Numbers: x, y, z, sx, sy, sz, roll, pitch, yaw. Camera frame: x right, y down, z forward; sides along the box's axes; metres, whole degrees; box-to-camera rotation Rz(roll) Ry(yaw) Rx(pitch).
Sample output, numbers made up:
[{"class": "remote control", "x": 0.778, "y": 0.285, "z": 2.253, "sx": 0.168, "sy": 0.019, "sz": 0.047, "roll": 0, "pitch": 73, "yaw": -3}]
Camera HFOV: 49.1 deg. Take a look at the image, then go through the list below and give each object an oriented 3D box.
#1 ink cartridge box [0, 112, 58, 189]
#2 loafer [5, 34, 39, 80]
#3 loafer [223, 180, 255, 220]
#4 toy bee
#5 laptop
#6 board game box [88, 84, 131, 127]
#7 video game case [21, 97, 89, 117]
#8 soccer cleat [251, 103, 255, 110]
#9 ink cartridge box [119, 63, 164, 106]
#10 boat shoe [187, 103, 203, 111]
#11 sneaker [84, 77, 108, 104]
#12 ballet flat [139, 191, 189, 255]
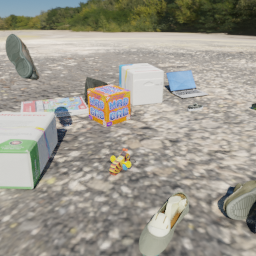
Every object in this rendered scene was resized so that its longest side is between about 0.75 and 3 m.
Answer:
[{"class": "ink cartridge box", "x": -3.469, "y": 0.526, "z": 8.383, "sx": 2.078, "sy": 1.251, "sz": 2.859, "roll": 0, "pitch": 24, "yaw": -1}, {"class": "loafer", "x": -2.972, "y": -1.951, "z": 7.876, "sx": 1.591, "sy": 0.572, "sz": 0.500, "roll": 61, "pitch": 17, "yaw": 22}, {"class": "loafer", "x": 2.754, "y": 1.669, "z": 6.672, "sx": 1.631, "sy": 0.613, "sz": 0.568, "roll": -13, "pitch": 13, "yaw": -36}, {"class": "toy bee", "x": -0.190, "y": 0.922, "z": 8.315, "sx": 0.706, "sy": 0.587, "sz": 1.079, "roll": 4, "pitch": 23, "yaw": 14}, {"class": "laptop", "x": 3.321, "y": -2.468, "z": 15.693, "sx": 1.747, "sy": 1.081, "sz": 1.866, "roll": -10, "pitch": 25, "yaw": -21}, {"class": "board game box", "x": -0.793, "y": -0.991, "z": 11.891, "sx": 1.305, "sy": 1.304, "sz": 1.304, "roll": -19, "pitch": 30, "yaw": -37}, {"class": "video game case", "x": -3.476, "y": -0.960, "z": 13.177, "sx": 2.937, "sy": 0.256, "sz": 2.100, "roll": -7, "pitch": 24, "yaw": -17}, {"class": "soccer cleat", "x": 6.561, "y": -1.061, "z": 12.925, "sx": 1.558, "sy": 0.632, "sz": 0.526, "roll": 12, "pitch": 26, "yaw": 26}, {"class": "ink cartridge box", "x": 0.644, "y": -2.332, "z": 14.597, "sx": 1.668, "sy": 1.660, "sz": 2.273, "roll": -7, "pitch": 24, "yaw": -16}, {"class": "boat shoe", "x": 3.205, "y": -1.036, "z": 13.289, "sx": 0.895, "sy": 0.306, "sz": 0.330, "roll": -10, "pitch": 25, "yaw": -21}, {"class": "sneaker", "x": -1.621, "y": -2.056, "z": 14.807, "sx": 1.349, "sy": 1.129, "sz": 2.973, "roll": 5, "pitch": 25, "yaw": -8}, {"class": "ballet flat", "x": 0.775, "y": 1.924, "z": 5.936, "sx": 0.611, "sy": 0.578, "sz": 1.814, "roll": 14, "pitch": 27, "yaw": 30}]
